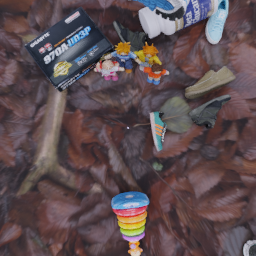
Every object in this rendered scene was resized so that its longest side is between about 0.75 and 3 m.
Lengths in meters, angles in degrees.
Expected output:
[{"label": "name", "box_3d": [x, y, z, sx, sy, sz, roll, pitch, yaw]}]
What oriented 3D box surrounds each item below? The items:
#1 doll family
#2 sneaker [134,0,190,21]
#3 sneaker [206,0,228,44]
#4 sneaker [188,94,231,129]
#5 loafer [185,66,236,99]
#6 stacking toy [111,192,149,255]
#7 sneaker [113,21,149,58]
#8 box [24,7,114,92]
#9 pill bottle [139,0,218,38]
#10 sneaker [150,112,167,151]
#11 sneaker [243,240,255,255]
[{"label": "doll family", "box_3d": [0.165, -2.506, 10.292, 2.743, 1.703, 1.236, 3, 81, 1]}, {"label": "sneaker", "box_3d": [0.592, -4.350, 8.242, 2.914, 1.092, 1.263, 33, 66, 0]}, {"label": "sneaker", "box_3d": [3.537, -4.292, 11.040, 0.689, 0.764, 1.864, 9, 81, -2]}, {"label": "sneaker", "box_3d": [3.227, -0.576, 10.545, 1.680, 0.642, 0.962, -30, 84, -2]}, {"label": "loafer", "box_3d": [3.036, -1.740, 10.680, 2.112, 0.803, 0.712, -21, 80, -13]}, {"label": "stacking toy", "box_3d": [0.150, 3.456, 9.764, 1.284, 1.214, 2.212, -5, 93, -3]}, {"label": "sneaker", "box_3d": [0.166, -3.619, 10.955, 0.973, 0.649, 1.698, -37, 86, 5]}, {"label": "box", "box_3d": [-2.247, -3.056, 10.920, 2.736, 0.629, 2.175, -37, 83, -5]}, {"label": "pill bottle", "box_3d": [1.857, -4.505, 10.672, 2.716, 1.508, 1.508, -25, 82, 0]}, {"label": "sneaker", "box_3d": [1.198, 0.096, 10.469, 0.598, 0.534, 1.497, -8, 80, 3]}, {"label": "sneaker", "box_3d": [5.244, 4.315, 9.529, 2.323, 1.060, 0.901, -6, 81, -2]}]
